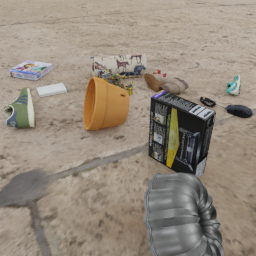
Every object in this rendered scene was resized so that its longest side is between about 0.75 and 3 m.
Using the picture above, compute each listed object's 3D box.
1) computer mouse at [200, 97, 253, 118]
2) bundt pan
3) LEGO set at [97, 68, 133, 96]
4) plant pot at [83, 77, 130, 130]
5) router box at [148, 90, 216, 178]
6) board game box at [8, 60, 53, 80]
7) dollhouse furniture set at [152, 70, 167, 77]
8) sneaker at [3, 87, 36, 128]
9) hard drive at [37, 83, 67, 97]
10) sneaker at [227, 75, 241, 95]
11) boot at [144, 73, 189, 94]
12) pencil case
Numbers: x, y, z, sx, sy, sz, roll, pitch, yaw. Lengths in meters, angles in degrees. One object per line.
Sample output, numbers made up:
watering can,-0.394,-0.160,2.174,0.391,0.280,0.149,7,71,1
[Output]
computer mouse,4.167,-1.000,12.008,2.339,0.398,0.686,23,42,29
bundt pan,1.302,2.025,5.898,0.906,2.413,2.413,-20,27,27
LEGO set,-0.623,-2.225,13.131,1.446,1.089,1.880,-14,38,-19
plant pot,-0.816,-0.849,10.664,1.396,1.994,1.994,6,32,-20
router box,1.531,0.254,8.528,1.853,2.356,0.615,29,45,33
board game box,-5.184,-3.118,15.016,1.661,0.342,1.657,11,35,14
dollhouse furniture set,1.649,-2.719,14.347,0.656,0.495,1.218,11,37,15
sneaker,-4.461,-0.868,11.373,1.165,0.870,2.594,-8,39,-20
hard drive,-3.641,-1.816,13.362,1.259,0.165,0.831,-15,38,-20
sneaker,5.075,-2.096,13.428,0.625,0.608,1.570,6,35,23
boot,1.883,-2.208,13.510,1.464,0.703,2.002,-17,44,-25
pencil case,-0.444,-3.224,14.490,2.952,1.148,1.320,-7,52,-9
